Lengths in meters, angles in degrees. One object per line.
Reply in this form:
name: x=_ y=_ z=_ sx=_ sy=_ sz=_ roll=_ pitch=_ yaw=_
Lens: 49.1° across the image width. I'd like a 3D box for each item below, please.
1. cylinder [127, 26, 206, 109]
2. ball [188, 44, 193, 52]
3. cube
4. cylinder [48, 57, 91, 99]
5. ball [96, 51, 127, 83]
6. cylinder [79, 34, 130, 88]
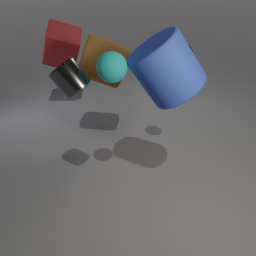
cylinder: x=0.912 y=-1.404 z=6.654 sx=1.400 sy=1.400 sz=1.400 roll=-32 pitch=25 yaw=17
ball: x=1.505 y=-2.086 z=7.994 sx=0.700 sy=0.700 sz=0.700 roll=0 pitch=29 yaw=0
cube: x=-2.828 y=-3.527 z=11.980 sx=1.400 sy=1.400 sz=1.400 roll=10 pitch=47 yaw=-16
cylinder: x=-1.343 y=-1.149 z=6.468 sx=0.700 sy=0.700 sz=0.700 roll=-34 pitch=17 yaw=12
ball: x=-0.368 y=-1.378 z=6.352 sx=0.700 sy=0.700 sz=0.700 roll=0 pitch=29 yaw=0
cylinder: x=-0.804 y=-2.186 z=9.230 sx=1.400 sy=1.400 sz=1.400 roll=18 pitch=28 yaw=-11
